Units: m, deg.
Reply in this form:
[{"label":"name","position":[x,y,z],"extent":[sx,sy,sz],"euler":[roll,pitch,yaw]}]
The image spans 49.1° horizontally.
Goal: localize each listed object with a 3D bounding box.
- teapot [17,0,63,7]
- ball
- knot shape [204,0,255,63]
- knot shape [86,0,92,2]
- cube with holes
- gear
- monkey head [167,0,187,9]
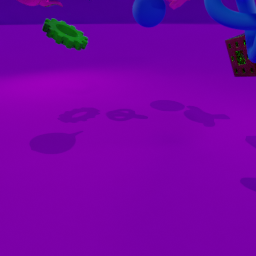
[{"label":"teapot","position":[-2.521,-3.799,7.262],"extent":[1.178,1.895,0.928],"euler":[-17,37,44]},{"label":"ball","position":[0.748,-4.181,9.923],"extent":[1.180,1.180,1.180],"euler":[0,22,0]},{"label":"knot shape","position":[2.355,-2.097,5.146],"extent":[0.916,1.855,1.982],"euler":[-35,45,-12]},{"label":"knot shape","position":[-0.927,-4.776,9.126],"extent":[1.411,0.652,1.320],"euler":[-32,54,3]},{"label":"cube with holes","position":[3.182,-1.892,6.855],"extent":[0.990,0.990,0.990],"euler":[-22,13,-6]},{"label":"gear","position":[-1.996,-3.009,8.997],"extent":[1.439,0.266,1.439],"euler":[24,31,-15]},{"label":"monkey head","position":[1.695,-4.542,8.953],"extent":[1.301,1.089,1.808],"euler":[-13,-14,-2]}]
